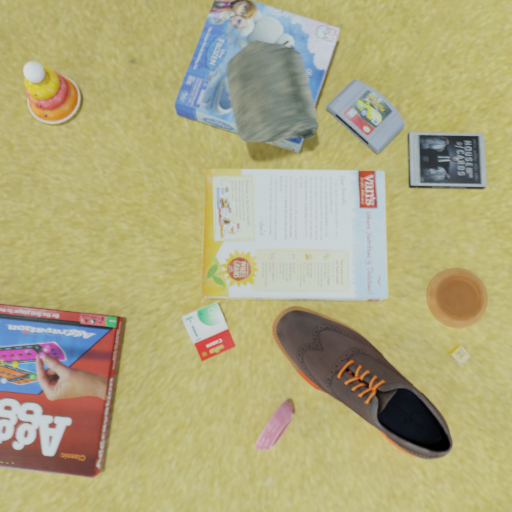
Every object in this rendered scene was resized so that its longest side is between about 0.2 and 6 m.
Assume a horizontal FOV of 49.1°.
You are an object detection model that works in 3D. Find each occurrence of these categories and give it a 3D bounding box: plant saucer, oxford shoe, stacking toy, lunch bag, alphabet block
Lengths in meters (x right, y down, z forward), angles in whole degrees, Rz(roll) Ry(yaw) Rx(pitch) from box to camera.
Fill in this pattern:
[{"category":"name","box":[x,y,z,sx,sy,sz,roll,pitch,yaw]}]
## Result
[{"category":"plant saucer","box":[0.332,2.796,9.108,0.232,0.916,0.916,32,81,18]},{"category":"plant saucer","box":[3.561,0.732,9.865,1.076,0.201,1.076,0,80,0]},{"category":"oxford shoe","box":[1.745,1.963,9.099,3.441,1.248,1.225,36,82,6]},{"category":"stacking toy","box":[-3.798,-3.043,9.968,0.988,1.352,0.988,0,79,1]},{"category":"lunch bag","box":[0.357,-2.762,9.515,1.319,1.096,1.572,-7,80,-43]},{"category":"alphabet block","box":[3.498,1.714,9.665,0.243,0.241,0.247,-39,83,-8]}]

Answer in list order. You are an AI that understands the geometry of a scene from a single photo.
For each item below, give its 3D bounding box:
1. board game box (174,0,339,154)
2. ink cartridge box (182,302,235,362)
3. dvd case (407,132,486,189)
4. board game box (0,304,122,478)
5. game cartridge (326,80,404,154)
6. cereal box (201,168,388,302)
[{"category":"board game box","box":[0.034,-3.434,10.444,2.425,0.529,2.437,18,80,1]},{"category":"ink cartridge box","box":[-0.824,1.323,9.760,0.681,0.212,0.846,-23,79,-4]},{"category":"dvd case","box":[3.509,-1.756,10.333,1.394,0.172,1.048,1,80,1]},{"category":"board game box","box":[-5.020,2.080,9.474,5.142,0.500,2.647,5,81,1]},{"category":"game cartridge","box":[2.073,-2.643,10.464,1.326,0.271,0.883,43,78,7]},{"category":"cereal box","box":[0.665,-0.361,9.835,3.198,0.632,2.301,2,80,0]}]
